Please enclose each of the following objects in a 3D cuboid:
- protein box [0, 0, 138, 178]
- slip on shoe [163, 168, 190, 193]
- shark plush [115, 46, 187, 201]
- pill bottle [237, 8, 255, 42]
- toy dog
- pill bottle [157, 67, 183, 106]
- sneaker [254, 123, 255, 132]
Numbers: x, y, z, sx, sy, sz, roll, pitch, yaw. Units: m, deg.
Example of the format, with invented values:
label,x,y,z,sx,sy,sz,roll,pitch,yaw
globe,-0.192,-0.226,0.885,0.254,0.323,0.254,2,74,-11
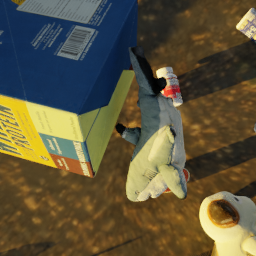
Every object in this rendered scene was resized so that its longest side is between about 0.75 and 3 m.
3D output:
label,x,y,z,sx,sy,sz,roll,pitch,yaw
protein box,-1.463,-0.991,4.814,2.671,1.802,2.652,14,57,10
slip on shoe,0.786,1.312,6.729,1.480,0.453,0.548,-14,81,-3
shark plush,0.301,0.123,4.390,1.087,1.186,2.610,-4,126,13
pill bottle,3.352,-2.528,7.157,0.982,0.588,0.588,40,84,6
toy dog,2.350,2.582,6.138,2.297,1.653,2.369,-15,81,15
pill bottle,1.008,-1.005,6.991,0.529,0.529,0.943,-12,82,-2
sneaker,2.788,-0.511,4.640,0.666,0.675,1.724,35,120,-18
